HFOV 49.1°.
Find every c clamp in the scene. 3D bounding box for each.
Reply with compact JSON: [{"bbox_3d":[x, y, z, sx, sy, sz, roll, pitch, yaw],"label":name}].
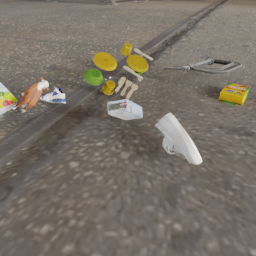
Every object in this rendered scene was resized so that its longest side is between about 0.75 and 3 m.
[{"bbox_3d":[2.814,-2.253,9.954,2.385,0.323,2.038,-20,29,-39],"label":"c clamp"}]

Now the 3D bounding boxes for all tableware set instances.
[{"bbox_3d":[-0.328,-2.103,9.858,1.861,0.424,2.763,30,49,-3],"label":"tableware set"}]

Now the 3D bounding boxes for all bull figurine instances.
[{"bbox_3d":[-2.827,-0.954,8.222,0.835,0.448,1.375,-30,25,23],"label":"bull figurine"}]

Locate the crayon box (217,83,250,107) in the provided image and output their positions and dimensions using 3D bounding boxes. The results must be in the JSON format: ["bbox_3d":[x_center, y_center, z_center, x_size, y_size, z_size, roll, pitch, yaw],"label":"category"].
[{"bbox_3d":[3.429,-1.088,9.041,0.739,0.296,1.164,18,36,26],"label":"crayon box"}]

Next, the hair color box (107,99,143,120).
[{"bbox_3d":[-0.053,-0.450,7.182,0.534,0.327,1.079,-7,-9,22],"label":"hair color box"}]

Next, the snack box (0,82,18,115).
[{"bbox_3d":[-4.071,-1.013,8.002,1.464,0.388,1.041,46,38,1],"label":"snack box"}]

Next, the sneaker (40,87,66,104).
[{"bbox_3d":[-2.251,-1.016,8.604,0.839,0.484,0.339,6,-4,17],"label":"sneaker"}]

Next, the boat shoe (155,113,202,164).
[{"bbox_3d":[1.014,0.267,6.055,0.589,0.619,1.719,-34,39,7],"label":"boat shoe"}]
